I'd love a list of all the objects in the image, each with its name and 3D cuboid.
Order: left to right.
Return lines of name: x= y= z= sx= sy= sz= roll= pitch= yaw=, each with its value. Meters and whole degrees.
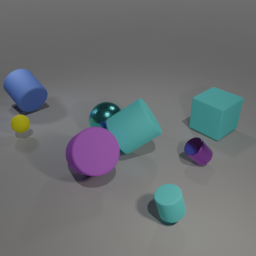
ball: x=-4.125 y=-0.161 z=10.742 sx=0.700 sy=0.700 sz=0.700 roll=0 pitch=30 yaw=0
cylinder: x=-4.581 y=-1.683 z=12.558 sx=1.400 sy=1.400 sz=1.400 roll=-27 pitch=64 yaw=-39
cylinder: x=-1.112 y=0.738 z=8.510 sx=1.400 sy=1.400 sz=1.400 roll=-12 pitch=-3 yaw=-20
ball: x=-0.818 y=-0.313 z=10.851 sx=1.400 sy=1.400 sz=1.400 roll=0 pitch=30 yaw=0
cylinder: x=0.207 y=-0.053 z=9.484 sx=1.400 sy=1.400 sz=1.400 roll=-32 pitch=28 yaw=12
cylinder: x=1.069 y=1.909 z=7.127 sx=0.700 sy=0.700 sz=0.700 roll=-13 pitch=33 yaw=8
cylinder: x=2.337 y=0.776 z=9.294 sx=0.700 sy=0.700 sz=0.700 roll=-30 pitch=38 yaw=26
cube: x=3.479 y=-0.598 z=11.138 sx=1.400 sy=1.400 sz=1.400 roll=-27 pitch=41 yaw=-33
